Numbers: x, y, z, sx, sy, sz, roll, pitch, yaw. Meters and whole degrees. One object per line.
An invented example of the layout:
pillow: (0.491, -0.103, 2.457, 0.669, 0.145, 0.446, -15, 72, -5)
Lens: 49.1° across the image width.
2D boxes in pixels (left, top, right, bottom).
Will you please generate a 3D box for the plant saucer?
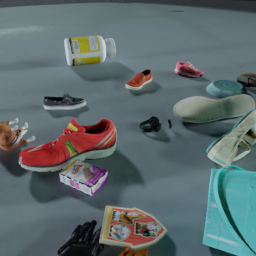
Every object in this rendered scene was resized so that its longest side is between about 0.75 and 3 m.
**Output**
plant saucer: (4.503, -1.810, 12.711, 1.824, 0.328, 1.824, 0, 31, 0)

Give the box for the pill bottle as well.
pill bottle: (-2.138, -4.415, 15.889, 2.710, 1.508, 1.508, -9, 32, -15)

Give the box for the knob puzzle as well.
knob puzzle: (0.155, 2.086, 6.057, 1.546, 0.214, 1.546, 7, 17, -2)

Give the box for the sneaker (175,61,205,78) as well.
sneaker: (3.155, -3.029, 14.373, 1.570, 0.681, 0.578, 18, 36, 26)

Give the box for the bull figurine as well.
bull figurine: (-4.049, 0.139, 9.137, 2.106, 0.686, 1.279, 27, 40, 36)

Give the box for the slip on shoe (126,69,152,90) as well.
slip on shoe: (0.528, -2.304, 13.275, 0.714, 0.590, 1.927, 22, 39, 29)

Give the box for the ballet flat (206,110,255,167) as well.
ballet flat: (3.513, 0.366, 8.750, 2.840, 0.958, 0.885, -33, 61, -32)

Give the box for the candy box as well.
candy box: (-1.188, 1.305, 7.551, 1.089, 0.332, 0.743, 16, 35, 25)

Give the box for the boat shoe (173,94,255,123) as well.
boat shoe: (3.096, -0.662, 10.311, 2.799, 1.006, 0.833, -6, -12, 9)

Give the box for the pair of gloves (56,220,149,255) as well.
pair of gloves: (-0.467, 2.550, 5.423, 1.793, 0.222, 1.597, 15, 26, 12)

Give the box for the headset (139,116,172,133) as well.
headset: (0.973, -0.067, 9.889, 1.126, 0.529, 0.695, -16, 29, 3)

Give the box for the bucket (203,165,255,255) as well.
bucket: (2.218, 1.671, 5.684, 1.198, 1.841, 1.841, 7, 32, 16)

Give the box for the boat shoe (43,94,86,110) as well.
boat shoe: (-2.570, -1.117, 11.324, 1.706, 0.565, 0.597, -2, 31, -4)

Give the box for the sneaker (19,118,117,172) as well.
sneaker: (-1.732, 0.353, 8.221, 2.949, 1.252, 1.136, -15, 33, -25)

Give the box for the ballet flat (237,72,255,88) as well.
ballet flat: (6.224, -1.975, 12.432, 0.656, 0.953, 2.830, -37, 39, -23)
